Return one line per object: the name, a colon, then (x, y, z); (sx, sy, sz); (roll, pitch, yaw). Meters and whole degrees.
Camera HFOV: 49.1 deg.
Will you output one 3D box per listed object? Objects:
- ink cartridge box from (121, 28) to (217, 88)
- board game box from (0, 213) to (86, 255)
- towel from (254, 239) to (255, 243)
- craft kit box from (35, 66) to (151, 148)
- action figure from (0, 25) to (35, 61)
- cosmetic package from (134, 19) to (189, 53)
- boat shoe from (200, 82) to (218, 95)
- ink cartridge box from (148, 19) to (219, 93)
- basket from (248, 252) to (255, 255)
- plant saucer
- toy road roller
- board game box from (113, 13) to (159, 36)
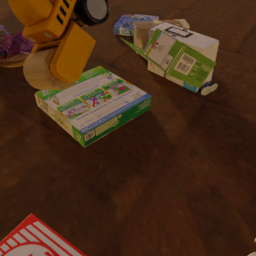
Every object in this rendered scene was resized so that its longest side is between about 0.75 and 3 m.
ink cartridge box: (0.841, -1.697, 6.170); (1.300, 0.666, 1.759); (9, 29, -47)
board game box: (-1.358, 2.575, 4.312); (2.165, 0.501, 1.640); (24, 47, 25)
towel: (3.738, 2.176, 4.959); (2.381, 0.271, 1.715); (31, 49, 30)
craft kit box: (-1.011, -0.783, 8.113); (2.430, 0.589, 2.400); (-30, 52, -30)
action figure: (-4.073, -2.702, 9.805); (1.407, 1.265, 1.889); (37, 35, -11)
cosmetic package: (1.258, -3.554, 10.855); (2.019, 1.062, 0.718); (-6, 42, -5)
boat shoe: (2.496, -1.254, 8.835); (0.800, 0.302, 0.241); (-20, 45, -38)
ink cartridge box: (1.504, -2.442, 9.228); (0.889, 1.520, 2.620); (-33, 50, -31)
basket: (1.893, 2.465, 4.465); (0.777, 0.479, 0.527); (-19, 44, -21)
plant saucer: (-4.247, -2.926, 10.584); (2.516, 0.445, 2.516); (0, 41, 0)
toy road roller: (-1.604, -2.025, 5.502); (1.410, 1.675, 2.294); (8, 75, 46)
board game box: (0.394, -4.616, 12.552); (1.709, 0.372, 1.717); (10, 43, 10)
